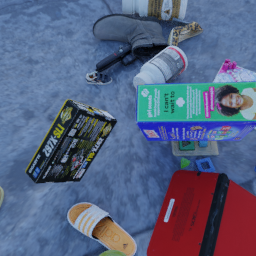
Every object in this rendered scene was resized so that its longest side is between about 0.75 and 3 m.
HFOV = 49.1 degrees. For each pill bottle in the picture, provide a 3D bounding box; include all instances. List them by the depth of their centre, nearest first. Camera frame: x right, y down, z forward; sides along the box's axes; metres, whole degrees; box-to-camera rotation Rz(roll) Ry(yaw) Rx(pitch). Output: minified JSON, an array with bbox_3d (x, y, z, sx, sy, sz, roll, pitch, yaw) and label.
[{"bbox_3d":[1.156,-2.053,10.233,1.105,1.105,1.997,40,65,22],"label":"pill bottle"},{"bbox_3d":[1.160,-5.580,12.262,2.721,1.556,1.556,5,57,3],"label":"pill bottle"}]

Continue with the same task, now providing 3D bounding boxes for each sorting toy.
[{"bbox_3d":[2.166,0.227,9.206,1.501,0.363,2.665,0,57,0],"label":"sorting toy"}]

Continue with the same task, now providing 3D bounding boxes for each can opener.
[{"bbox_3d":[-0.490,-2.688,10.851,1.899,0.602,0.747,-30,62,-29],"label":"can opener"}]

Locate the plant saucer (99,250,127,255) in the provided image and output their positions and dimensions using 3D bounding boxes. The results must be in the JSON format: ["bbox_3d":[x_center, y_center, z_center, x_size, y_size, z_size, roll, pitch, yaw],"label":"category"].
[{"bbox_3d":[-0.377,3.640,7.032,1.075,0.167,1.075,-1,68,2],"label":"plant saucer"}]

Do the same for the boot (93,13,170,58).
[{"bbox_3d":[0.095,-3.648,11.245,2.991,1.044,1.969,-7,53,-3],"label":"boot"}]

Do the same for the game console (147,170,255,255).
[{"bbox_3d":[2.178,2.749,7.644,2.354,1.621,2.731,-1,50,37],"label":"game console"}]

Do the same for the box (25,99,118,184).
[{"bbox_3d":[-1.447,0.454,7.494,0.548,1.774,2.221,37,101,27],"label":"box"}]

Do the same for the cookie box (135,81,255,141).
[{"bbox_3d":[1.828,-0.355,7.855,2.934,2.510,1.103,-1,77,10],"label":"cookie box"}]

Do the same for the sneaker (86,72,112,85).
[{"bbox_3d":[-1.093,-1.879,10.562,0.996,0.396,0.391,-3,56,-3],"label":"sneaker"}]

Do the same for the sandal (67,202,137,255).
[{"bbox_3d":[-0.682,2.630,7.500,2.146,0.615,0.822,28,61,17],"label":"sandal"}]

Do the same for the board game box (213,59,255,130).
[{"bbox_3d":[4.334,-1.261,10.193,2.561,0.331,2.562,25,61,16],"label":"board game box"}]

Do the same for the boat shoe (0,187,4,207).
[{"bbox_3d":[-4.439,2.523,7.452,0.948,0.811,2.587,27,61,16],"label":"boat shoe"}]

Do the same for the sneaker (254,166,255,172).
[{"bbox_3d":[4.406,0.900,8.697,0.440,0.489,1.254,36,64,22],"label":"sneaker"}]

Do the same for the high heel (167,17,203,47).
[{"bbox_3d":[2.420,-3.721,11.639,1.432,0.717,2.010,15,63,-4],"label":"high heel"}]
